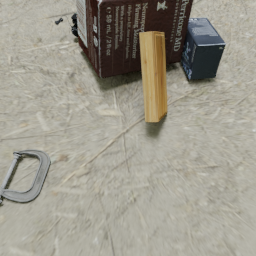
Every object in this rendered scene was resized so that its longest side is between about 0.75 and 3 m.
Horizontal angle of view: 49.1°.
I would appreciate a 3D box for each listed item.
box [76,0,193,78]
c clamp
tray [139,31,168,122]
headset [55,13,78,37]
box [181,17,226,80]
[{"bbox_3d":[0.053,-3.490,9.022,2.975,2.468,2.443,-15,48,-18],"label":"box"},{"bbox_3d":[-2.794,1.176,7.035,1.445,0.229,1.691,14,53,5],"label":"c clamp"},{"bbox_3d":[0.746,-1.406,7.639,0.423,2.285,1.127,0,16,21],"label":"tray"},{"bbox_3d":[-1.901,-3.771,10.306,1.494,0.922,0.702,23,45,12],"label":"headset"},{"bbox_3d":[2.331,-2.649,9.283,0.934,1.295,1.745,-6,47,-8],"label":"box"}]
